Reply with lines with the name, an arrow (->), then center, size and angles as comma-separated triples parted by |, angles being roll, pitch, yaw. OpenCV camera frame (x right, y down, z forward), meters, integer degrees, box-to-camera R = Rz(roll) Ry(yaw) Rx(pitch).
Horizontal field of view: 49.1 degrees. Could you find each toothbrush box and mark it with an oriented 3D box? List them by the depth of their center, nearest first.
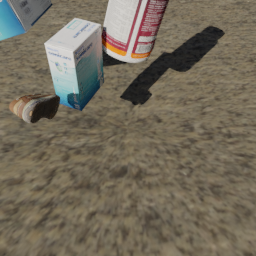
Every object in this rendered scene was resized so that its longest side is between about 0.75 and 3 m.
toothbrush box -> -3.011, -2.546, 6.145 | 2.153, 0.918, 1.576 | -9, 40, 18
toothbrush box -> -1.126, -1.414, 6.349 | 0.699, 1.638, 1.199 | 20, 52, 14

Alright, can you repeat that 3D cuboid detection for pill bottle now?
pill bottle -> 0.217, -2.762, 6.216 | 1.283, 2.341, 1.283 | 12, 40, -10

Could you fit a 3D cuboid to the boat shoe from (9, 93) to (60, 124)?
boat shoe -> -1.679, -0.439, 5.202 | 0.493, 0.520, 1.373 | 21, 9, 6
